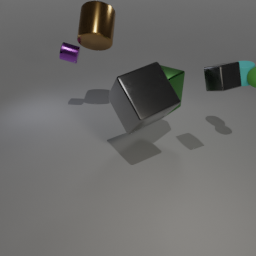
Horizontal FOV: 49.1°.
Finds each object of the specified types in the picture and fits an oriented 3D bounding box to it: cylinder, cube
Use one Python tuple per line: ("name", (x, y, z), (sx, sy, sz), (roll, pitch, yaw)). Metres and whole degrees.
("cylinder", (-1.246, -4.028, 11.148), (1.400, 1.400, 1.400), (5, -11, 1))
("cylinder", (4.077, -1.933, 9.914), (0.700, 0.700, 0.700), (-6, 31, 3))
("cube", (1.017, -1.352, 9.996), (1.400, 1.400, 1.400), (23, 36, 33))
("cube", (2.680, -1.451, 7.953), (0.700, 0.700, 0.700), (-16, 13, -22))
("cube", (0.422, -0.854, 8.302), (1.400, 1.400, 1.400), (-25, 81, -20))
("cylinder", (-2.387, -3.084, 11.512), (0.700, 0.700, 0.700), (14, 29, -8))

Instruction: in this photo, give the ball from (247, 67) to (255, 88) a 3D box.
("ball", (4.227, -1.648, 9.061), (0.700, 0.700, 0.700), (0, 30, 0))
